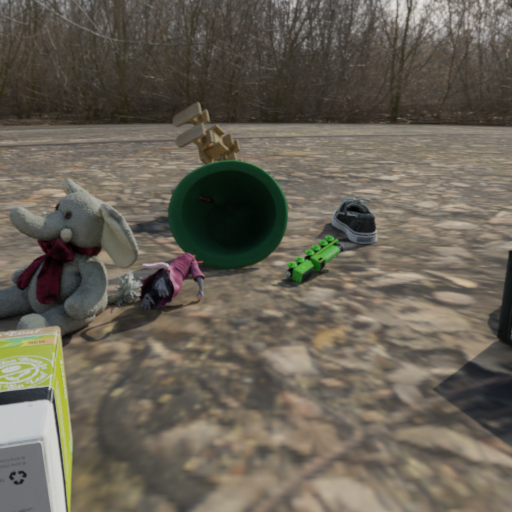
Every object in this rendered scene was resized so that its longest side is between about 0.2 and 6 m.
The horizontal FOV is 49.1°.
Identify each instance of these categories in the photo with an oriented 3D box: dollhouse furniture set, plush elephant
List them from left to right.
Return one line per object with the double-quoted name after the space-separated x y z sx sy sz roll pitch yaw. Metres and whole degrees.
-2.239 -0.042 6.616 2.051 1.588 1.689 -14 21 -40 "plush elephant"
-1.170 -1.974 12.021 1.213 1.826 1.600 -24 -30 22 "dollhouse furniture set"

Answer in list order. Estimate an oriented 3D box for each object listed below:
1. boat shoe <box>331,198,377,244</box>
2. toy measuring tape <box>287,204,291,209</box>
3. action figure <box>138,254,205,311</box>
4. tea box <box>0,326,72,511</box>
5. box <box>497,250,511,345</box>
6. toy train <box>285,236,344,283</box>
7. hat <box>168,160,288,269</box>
1.881 -0.784 10.789 0.713 0.660 1.931 0 16 1 "boat shoe"
0.331 -0.665 10.688 0.538 0.538 1.462 10 16 29 "toy measuring tape"
-1.092 0.217 7.254 0.755 0.839 1.127 2 29 28 "action figure"
-1.933 1.222 3.326 1.521 1.016 1.496 -5 16 -16 "tea box"
3.483 0.575 5.453 1.266 1.059 1.704 -6 17 -20 "box"
0.900 0.045 8.363 0.355 0.262 1.258 27 40 30 "toy train"
-0.425 -0.504 9.677 2.173 1.800 1.913 -14 -11 -11 "hat"
